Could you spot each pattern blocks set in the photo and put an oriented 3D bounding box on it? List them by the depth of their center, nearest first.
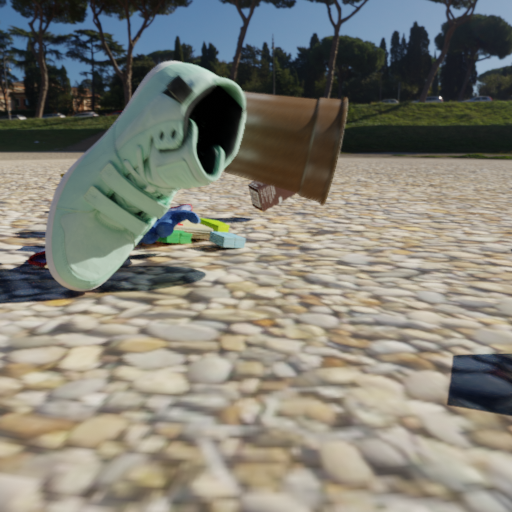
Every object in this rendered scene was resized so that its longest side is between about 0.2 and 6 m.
[{"bbox_3d":[-1.969,-0.646,11.102,3.136,0.289,3.567,5,11,-30],"label":"pattern blocks set"}]

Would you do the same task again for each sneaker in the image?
[{"bbox_3d":[-1.383,-0.840,6.665,1.215,3.301,1.947,29,2,-34],"label":"sneaker"}]

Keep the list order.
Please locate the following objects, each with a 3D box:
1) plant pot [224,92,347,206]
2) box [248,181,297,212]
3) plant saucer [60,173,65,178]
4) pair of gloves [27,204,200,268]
[{"bbox_3d":[0.384,-1.650,8.102,1.551,1.567,1.567,12,13,1],"label":"plant pot"},{"bbox_3d":[0.492,-1.662,13.542,1.311,0.657,0.491,-32,41,-23],"label":"box"},{"bbox_3d":[-2.496,-1.092,8.666,0.852,0.206,0.852,-5,-8,-4],"label":"plant saucer"},{"bbox_3d":[-2.260,-0.376,9.516,2.901,0.330,2.332,-11,13,11],"label":"pair of gloves"}]
